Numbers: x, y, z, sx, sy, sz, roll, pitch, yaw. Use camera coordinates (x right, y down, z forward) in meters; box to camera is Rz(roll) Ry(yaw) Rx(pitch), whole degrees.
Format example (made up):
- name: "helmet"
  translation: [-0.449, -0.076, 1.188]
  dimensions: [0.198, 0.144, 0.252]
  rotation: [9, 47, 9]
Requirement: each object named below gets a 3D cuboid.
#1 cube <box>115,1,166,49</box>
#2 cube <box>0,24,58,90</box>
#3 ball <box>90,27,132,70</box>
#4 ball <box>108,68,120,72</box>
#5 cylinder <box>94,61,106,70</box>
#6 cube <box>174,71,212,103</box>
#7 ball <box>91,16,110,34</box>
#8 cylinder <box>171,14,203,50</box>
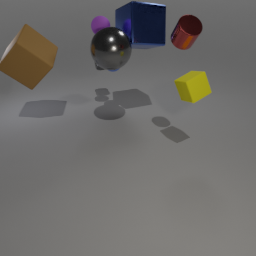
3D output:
- name: "cube"
  translation: [0.438, -3.709, 10.317]
  dimensions: [1.400, 1.400, 1.400]
  rotation: [-6, 11, -26]
- name: "cube"
  translation: [-3.589, -2.557, 10.148]
  dimensions: [1.400, 1.400, 1.400]
  rotation: [34, 34, -31]
- name: "ball"
  translation: [-0.568, -2.659, 9.406]
  dimensions: [1.400, 1.400, 1.400]
  rotation: [0, 29, 0]
- name: "ball"
  translation: [-0.592, -2.556, 10.938]
  dimensions: [0.700, 0.700, 0.700]
  rotation: [0, 29, 0]
- name: "cylinder"
  translation: [-1.171, -3.044, 12.549]
  dimensions: [0.700, 0.700, 0.700]
  rotation: [-13, -10, -2]
- name: "cube"
  translation: [1.948, -1.248, 8.439]
  dimensions: [0.700, 0.700, 0.700]
  rotation: [-30, 22, -13]
- name: "ball"
  translation: [-0.993, -3.708, 10.190]
  dimensions: [0.700, 0.700, 0.700]
  rotation: [0, 29, 0]
- name: "cylinder"
  translation: [1.642, -2.696, 7.915]
  dimensions: [0.700, 0.700, 0.700]
  rotation: [3, 72, -10]
